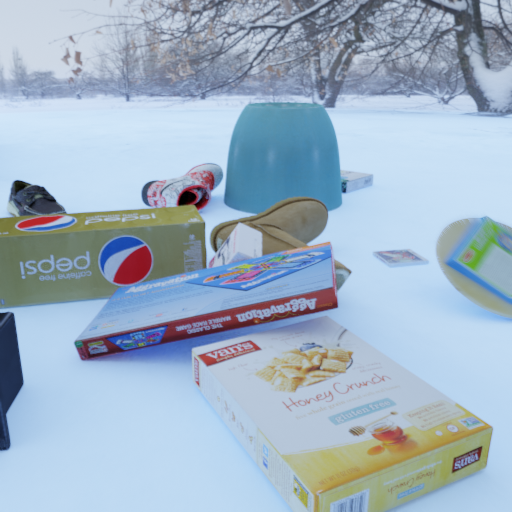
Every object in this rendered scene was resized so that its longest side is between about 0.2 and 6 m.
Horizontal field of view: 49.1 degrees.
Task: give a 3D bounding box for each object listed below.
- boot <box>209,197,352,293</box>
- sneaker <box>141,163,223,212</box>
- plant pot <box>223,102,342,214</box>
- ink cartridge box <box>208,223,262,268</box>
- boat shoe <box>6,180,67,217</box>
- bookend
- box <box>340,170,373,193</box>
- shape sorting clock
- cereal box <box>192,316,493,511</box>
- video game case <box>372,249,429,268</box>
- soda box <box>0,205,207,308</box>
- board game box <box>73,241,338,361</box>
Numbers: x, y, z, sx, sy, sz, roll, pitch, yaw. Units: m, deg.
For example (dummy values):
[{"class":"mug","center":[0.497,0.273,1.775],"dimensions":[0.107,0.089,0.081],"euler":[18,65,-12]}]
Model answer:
[{"class":"boot","center":[0.813,-0.076,10.513],"dimensions":[2.819,1.065,3.219],"euler":[-21,24,-17]},{"class":"sneaker","center":[-1.588,-1.835,15.590],"dimensions":[1.569,0.978,2.928],"euler":[18,29,39]},{"class":"plant pot","center":[0.758,-2.896,15.877],"dimensions":[3.450,2.769,3.450],"euler":[-1,19,0]},{"class":"ink cartridge box","center":[-0.375,0.110,9.379],"dimensions":[0.461,1.093,0.791],"euler":[25,37,-20]},{"class":"boat shoe","center":[-5.679,-1.357,14.256],"dimensions":[2.791,0.905,1.022],"euler":[18,26,42]},{"class":"bookend","center":[-3.986,1.075,6.774],"dimensions":[2.671,1.230,2.654],"euler":[-1,19,-3]},{"class":"box","center":[2.429,-2.539,18.410],"dimensions":[2.315,0.421,1.671],"euler":[14,23,38]},{"class":"shape sorting clock","center":[4.073,0.180,9.436],"dimensions":[2.174,0.427,2.174],"euler":[8,51,-10]},{"class":"cereal box","center":[0.743,1.603,6.222],"dimensions":[2.076,0.570,2.885],"euler":[-10,21,-26]},{"class":"video game case","center":[2.953,0.035,11.488],"dimensions":[0.873,0.100,0.796],"euler":[-5,19,-13]},{"class":"soda box","center":[-2.913,-0.041,9.892],"dimensions":[3.985,1.276,1.350],"euler":[-4,19,-13]},{"class":"board game box","center":[-0.622,0.597,8.066],"dimensions":[3.564,0.347,1.835],"euler":[-13,19,11]}]
